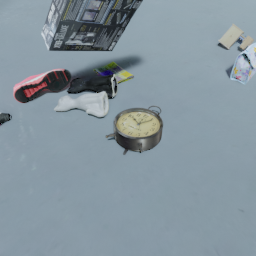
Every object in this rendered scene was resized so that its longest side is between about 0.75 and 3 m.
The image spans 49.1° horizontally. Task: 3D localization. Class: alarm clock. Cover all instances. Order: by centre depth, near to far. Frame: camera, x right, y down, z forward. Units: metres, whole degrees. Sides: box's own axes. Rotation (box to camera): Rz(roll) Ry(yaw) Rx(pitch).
[{"bbox_3d":[0.403,-0.064,8.237,1.410,0.696,2.090,22,47,24],"label":"alarm clock"}]

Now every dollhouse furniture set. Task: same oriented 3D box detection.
[{"bbox_3d":[5.077,-4.036,13.136,1.347,0.931,1.427,46,23,15],"label":"dollhouse furniture set"}]

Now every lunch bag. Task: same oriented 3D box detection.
[{"bbox_3d":[4.522,-2.454,10.559,0.805,1.266,1.073,27,47,29],"label":"lunch bag"}]

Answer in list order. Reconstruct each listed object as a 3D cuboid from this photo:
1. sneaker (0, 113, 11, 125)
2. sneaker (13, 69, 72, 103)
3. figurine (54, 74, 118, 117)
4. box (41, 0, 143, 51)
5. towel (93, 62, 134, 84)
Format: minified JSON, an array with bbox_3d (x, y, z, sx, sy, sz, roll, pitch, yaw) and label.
[{"bbox_3d":[-3.935,-0.244,8.760,0.377,0.269,0.760,-3,36,4],"label":"sneaker"},{"bbox_3d":[-3.094,-1.685,9.975,2.128,0.784,0.923,-25,41,-17],"label":"sneaker"},{"bbox_3d":[-1.444,-1.113,9.517,1.806,0.797,1.851,2,40,16],"label":"figurine"},{"bbox_3d":[-0.851,-3.219,7.466,2.197,2.785,0.693,-12,68,-36],"label":"box"},{"bbox_3d":[-0.572,-2.160,11.060,1.078,0.171,1.502,-26,47,-26],"label":"towel"}]
